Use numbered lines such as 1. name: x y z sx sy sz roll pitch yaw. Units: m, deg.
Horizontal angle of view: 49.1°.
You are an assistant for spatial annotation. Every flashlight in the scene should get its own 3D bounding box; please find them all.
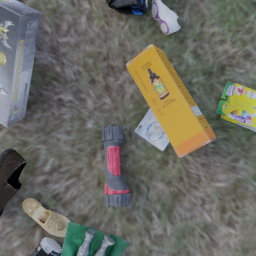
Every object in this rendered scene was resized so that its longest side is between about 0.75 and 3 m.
1. flashlight: -0.308 0.948 7.118 0.687 0.690 2.030 -2 82 1

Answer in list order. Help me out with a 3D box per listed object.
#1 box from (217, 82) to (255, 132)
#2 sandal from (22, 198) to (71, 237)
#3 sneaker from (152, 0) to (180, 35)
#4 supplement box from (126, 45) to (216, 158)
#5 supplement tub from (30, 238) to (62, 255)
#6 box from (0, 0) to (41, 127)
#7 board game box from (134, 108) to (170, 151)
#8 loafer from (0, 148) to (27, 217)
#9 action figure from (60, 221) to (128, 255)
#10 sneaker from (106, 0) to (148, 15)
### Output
1. box: 3.267 -0.496 7.501 1.684 0.407 0.988 23 82 2
2. sandal: -2.051 2.285 6.994 1.504 0.495 0.552 33 81 5
3. sneaker: 1.066 -3.201 7.984 0.591 0.444 1.185 -21 80 -23
4. supplement box: 1.059 -0.680 6.940 0.896 0.926 2.692 -33 82 26
5. supplement tub: -2.113 3.222 6.796 0.592 0.592 0.966 39 83 6
6. box: -3.391 -1.744 6.620 2.283 0.697 2.883 29 124 8
7. board game box: 0.806 -0.018 7.515 0.927 0.202 0.931 34 82 5
8. loafer: -3.002 1.461 6.808 0.667 0.683 1.871 20 94 15
9. action figure: -1.191 3.795 6.657 1.590 0.736 2.693 23 86 -7
10. sneaker: 0.601 -4.006 7.859 2.623 0.958 1.468 -18 85 5
